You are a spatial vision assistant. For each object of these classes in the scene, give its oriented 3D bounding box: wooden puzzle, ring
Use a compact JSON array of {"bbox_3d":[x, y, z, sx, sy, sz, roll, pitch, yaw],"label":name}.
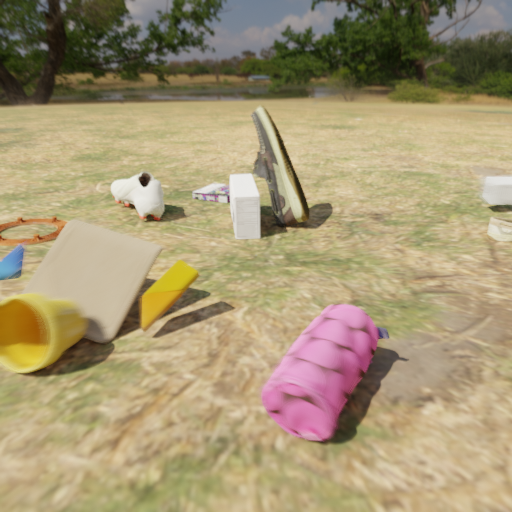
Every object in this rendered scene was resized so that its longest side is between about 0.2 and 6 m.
[{"bbox_3d":[-2.550,0.374,8.658,2.961,0.346,1.998,23,61,18],"label":"wooden puzzle"},{"bbox_3d":[-5.295,-0.623,12.988,1.984,0.190,1.984,0,19,0],"label":"ring"}]

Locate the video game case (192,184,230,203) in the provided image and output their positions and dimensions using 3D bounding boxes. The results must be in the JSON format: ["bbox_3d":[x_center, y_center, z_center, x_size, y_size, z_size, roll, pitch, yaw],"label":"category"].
[{"bbox_3d":[-1.047,-1.828,16.256,1.141,0.225,1.259,9,22,23],"label":"video game case"}]

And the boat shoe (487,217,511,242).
[{"bbox_3d":[6.028,-0.617,12.423,1.683,0.547,0.607,2,20,6],"label":"boat shoe"}]

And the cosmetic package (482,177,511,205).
[{"bbox_3d":[6.379,-1.693,14.561,0.696,0.574,0.574,-1,28,-1],"label":"cosmetic package"}]

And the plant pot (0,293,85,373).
[{"bbox_3d":[-2.855,0.965,7.536,1.008,1.008,0.948,7,7,19],"label":"plant pot"}]

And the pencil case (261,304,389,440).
[{"bbox_3d":[0.841,1.336,6.581,0.904,0.933,1.993,-12,14,34],"label":"pencil case"}]

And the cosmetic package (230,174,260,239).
[{"bbox_3d":[-0.300,-1.247,13.503,0.618,1.008,2.443,-1,19,-5],"label":"cosmetic package"}]

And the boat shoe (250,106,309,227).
[{"bbox_3d":[0.367,-2.058,13.227,0.946,2.878,1.028,-22,2,13],"label":"boat shoe"}]

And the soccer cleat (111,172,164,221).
[{"bbox_3d":[-3.037,-1.728,14.612,0.945,1.057,2.726,1,17,-33],"label":"soccer cleat"}]
